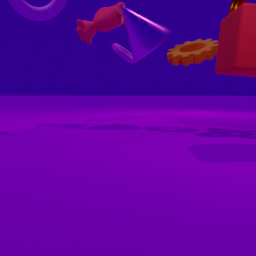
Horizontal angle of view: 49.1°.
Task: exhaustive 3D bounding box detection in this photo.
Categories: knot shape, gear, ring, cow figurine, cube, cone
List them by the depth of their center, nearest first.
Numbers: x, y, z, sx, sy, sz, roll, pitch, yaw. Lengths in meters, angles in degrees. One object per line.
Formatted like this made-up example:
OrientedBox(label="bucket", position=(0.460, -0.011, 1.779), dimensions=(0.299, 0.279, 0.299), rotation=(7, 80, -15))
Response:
OrientedBox(label="cube", position=(2.298, -1.505, 5.047), dimensions=(1.047, 1.047, 1.047), rotation=(5, 6, -1))
OrientedBox(label="ring", position=(-2.297, -3.612, 7.117), dimensions=(1.686, 1.686, 0.337), rotation=(-6, 30, -38))
OrientedBox(label="knot shape", position=(3.560, -2.582, 7.264), dimensions=(1.823, 1.948, 0.900), rotation=(16, 38, 29))
OrientedBox(label="gear", position=(1.842, -2.167, 7.971), dimensions=(1.420, 0.263, 1.420), rotation=(-12, 29, 7))
OrientedBox(label="cone", position=(0.277, -3.059, 8.469), dimensions=(1.493, 1.498, 1.493), rotation=(-38, 18, 14))
OrientedBox(label="cow figurine", position=(-0.867, -3.408, 9.097), dimensions=(1.543, 0.847, 1.518), rotation=(-1, 38, 38))
OrientedBox(label="ring", position=(-0.156, -2.841, 10.636), dimensions=(1.078, 0.216, 1.078), rotation=(33, 20, -14))
